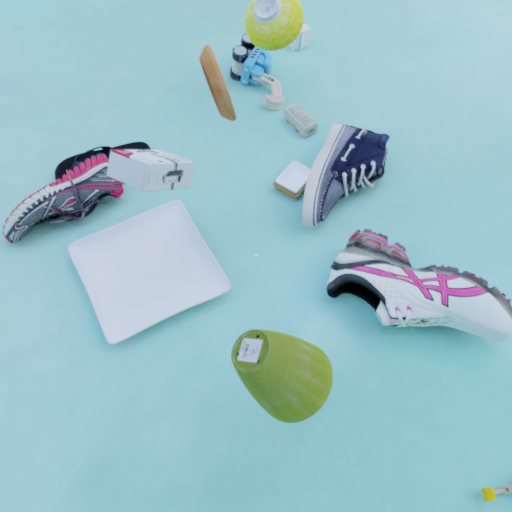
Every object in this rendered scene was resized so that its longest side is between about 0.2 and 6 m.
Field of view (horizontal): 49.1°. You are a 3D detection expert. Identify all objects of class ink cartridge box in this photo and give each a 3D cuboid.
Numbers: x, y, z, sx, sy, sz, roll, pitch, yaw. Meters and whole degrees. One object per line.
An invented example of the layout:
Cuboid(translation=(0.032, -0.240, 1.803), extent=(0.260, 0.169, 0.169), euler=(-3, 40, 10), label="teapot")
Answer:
Cuboid(translation=(1.074, -5.856, 14.786), extent=(0.506, 0.520, 0.808), euler=(-25, 62, -16), label="ink cartridge box")
Cuboid(translation=(-1.683, -1.393, 9.035), extent=(0.838, 0.473, 1.142), euler=(24, 21, 27), label="ink cartridge box")

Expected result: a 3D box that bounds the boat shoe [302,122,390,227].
Cuboid(translation=(1.942, -1.696, 11.772), extent=(1.338, 1.077, 2.885), euler=(13, 57, 17), label="boat shoe")

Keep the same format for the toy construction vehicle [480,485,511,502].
Cuboid(translation=(4.346, 4.007, 8.576), extent=(1.483, 0.522, 1.291), euler=(-12, 69, -5), label="toy construction vehicle")

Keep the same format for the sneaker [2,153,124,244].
Cuboid(translation=(-3.965, -1.052, 11.480), extent=(2.616, 1.054, 0.977), euler=(-36, 100, -11), label="sneaker")

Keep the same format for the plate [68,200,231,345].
Cuboid(translation=(-2.101, 0.284, 10.939), extent=(2.479, 0.402, 2.485), euler=(-25, 61, -14), label="plate")

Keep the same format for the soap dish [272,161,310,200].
Cuboid(translation=(0.838, -1.638, 12.206), extent=(0.642, 0.332, 0.816), euler=(32, 63, 18), label="soap dish")

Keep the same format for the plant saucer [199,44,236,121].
Cuboid(translation=(-0.581, -2.499, 8.201), extent=(0.212, 1.135, 1.135), euler=(-20, 59, 0), label="plant saucer")

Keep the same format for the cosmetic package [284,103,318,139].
Cuboid(translation=(1.044, -3.179, 13.176), extent=(0.418, 0.353, 0.810), euler=(-29, 62, -16), label="cosmetic package")

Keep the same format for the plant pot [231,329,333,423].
Cuboid(translation=(0.222, 1.405, 7.056), extent=(1.105, 1.181, 1.105), euler=(-18, 53, 26), label="plant pot")

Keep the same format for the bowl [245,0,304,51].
Cuboid(translation=(0.294, -5.024, 11.667), extent=(1.287, 0.693, 1.287), euler=(-2, 85, 18), label="bowl")

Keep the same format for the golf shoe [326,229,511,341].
Cuboid(translation=(2.918, 0.839, 10.173), extent=(3.386, 1.229, 1.559), euler=(25, 64, 25), label="golf shoe")

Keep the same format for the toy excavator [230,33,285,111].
Cuboid(translation=(0.133, -4.501, 13.832), extent=(1.663, 0.831, 1.617), euler=(24, 61, 5), label="toy excavator")

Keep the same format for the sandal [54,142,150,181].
Cuboid(translation=(-3.438, -2.165, 12.459), extent=(2.181, 0.467, 0.829), euler=(-21, 60, -13), label="sandal")
